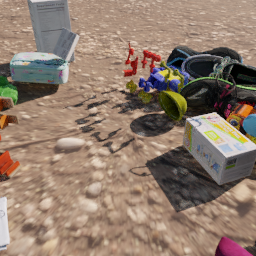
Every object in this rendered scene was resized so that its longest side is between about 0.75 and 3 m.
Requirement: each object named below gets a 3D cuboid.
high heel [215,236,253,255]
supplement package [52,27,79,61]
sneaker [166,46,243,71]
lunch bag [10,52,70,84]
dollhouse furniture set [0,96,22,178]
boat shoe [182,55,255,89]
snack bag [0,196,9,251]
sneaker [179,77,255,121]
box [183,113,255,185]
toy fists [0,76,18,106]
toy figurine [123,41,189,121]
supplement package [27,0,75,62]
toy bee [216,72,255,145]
[{"bbox_3d":[2.147,2.047,3.806,1.872,0.631,0.900,8,46,17],"label":"high heel"},{"bbox_3d":[-1.975,-2.654,8.934,0.485,0.875,0.681,26,9,-8],"label":"supplement package"},{"bbox_3d":[2.689,-2.306,10.141,2.684,0.983,1.099,10,44,29],"label":"sneaker"},{"bbox_3d":[-2.866,-1.999,9.293,1.858,0.716,1.490,0,29,-9],"label":"lunch bag"},{"bbox_3d":[-2.782,0.259,5.717,0.781,1.500,1.517,9,35,17],"label":"dollhouse furniture set"},{"bbox_3d":[3.066,-1.761,8.988,2.803,1.035,0.957,22,8,17],"label":"boat shoe"},{"bbox_3d":[-2.630,1.651,4.572,1.251,0.142,1.327,-9,24,-22],"label":"snack bag"},{"bbox_3d":[2.637,-0.741,7.664,2.567,0.985,1.075,9,31,15],"label":"sneaker"},{"bbox_3d":[1.956,0.391,6.173,0.842,0.759,1.497,-13,36,-18],"label":"box"},{"bbox_3d":[-3.933,-1.118,8.612,0.834,0.563,1.637,-30,45,-26],"label":"toy fists"},{"bbox_3d":[1.328,-1.552,8.477,1.765,1.554,2.947,-14,37,-29],"label":"toy figurine"},{"bbox_3d":[-2.995,-3.862,10.997,1.348,2.370,1.298,-15,37,-20],"label":"supplement package"},{"bbox_3d":[2.984,-0.144,6.719,1.576,1.308,2.407,-20,67,-22],"label":"toy bee"}]
